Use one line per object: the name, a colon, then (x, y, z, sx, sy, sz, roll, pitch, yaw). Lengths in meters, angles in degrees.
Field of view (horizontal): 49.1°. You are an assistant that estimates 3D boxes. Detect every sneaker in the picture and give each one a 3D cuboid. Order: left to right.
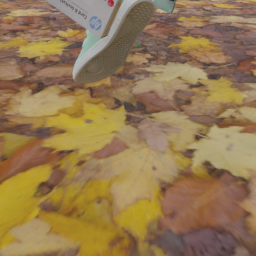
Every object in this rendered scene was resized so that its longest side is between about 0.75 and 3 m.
sneaker: (-0.466, -1.879, 5.223, 0.808, 2.196, 1.296, 1, 56, -43)

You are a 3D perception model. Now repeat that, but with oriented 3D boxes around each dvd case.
dvd case: (0.552, -3.781, 7.170, 1.641, 1.198, 0.181, 30, 56, 12)

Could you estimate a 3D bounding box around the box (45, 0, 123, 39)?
box: (-0.310, -1.367, 2.394, 0.716, 0.918, 0.189, 36, 38, 2)
